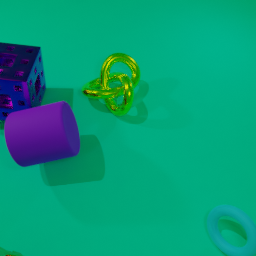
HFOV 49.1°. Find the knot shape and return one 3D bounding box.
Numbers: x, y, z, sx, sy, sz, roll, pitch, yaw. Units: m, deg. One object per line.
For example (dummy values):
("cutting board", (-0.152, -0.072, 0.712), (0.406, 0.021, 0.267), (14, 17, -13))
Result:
("knot shape", (-0.324, -1.270, 7.568), (1.694, 0.783, 1.585), (28, 82, 27))

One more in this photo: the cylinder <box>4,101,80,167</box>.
("cylinder", (-1.859, 0.137, 6.275), (1.258, 1.258, 1.258), (-13, 60, 3))

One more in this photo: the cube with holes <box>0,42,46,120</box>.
("cube with holes", (-2.984, -1.156, 7.096), (1.384, 1.384, 1.384), (5, 49, -4))

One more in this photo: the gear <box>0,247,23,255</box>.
("gear", (-1.798, 2.576, 4.920), (1.786, 1.786, 0.330), (19, 68, 11))

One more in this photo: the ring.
("ring", (2.073, 2.069, 5.589), (0.220, 1.099, 1.099), (-14, 57, -40))
